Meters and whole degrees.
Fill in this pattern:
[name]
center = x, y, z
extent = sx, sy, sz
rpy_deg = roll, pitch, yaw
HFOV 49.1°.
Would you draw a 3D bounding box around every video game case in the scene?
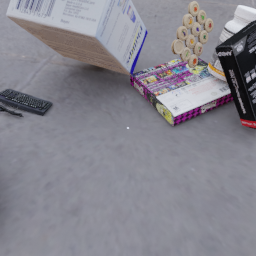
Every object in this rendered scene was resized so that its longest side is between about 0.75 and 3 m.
[video game case]
center = 1.650, -1.241, 8.225
extent = 2.439, 0.437, 2.211
rpy_deg = -23, 49, -22

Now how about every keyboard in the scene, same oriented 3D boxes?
[keyboard]
center = -2.981, -0.661, 7.751
extent = 1.529, 0.157, 0.972
rpy_deg = 17, 45, 9

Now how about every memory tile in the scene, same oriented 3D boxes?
[memory tile]
center = 1.722, -2.425, 7.362
extent = 0.124, 1.134, 1.480
rpy_deg = 18, 83, 50

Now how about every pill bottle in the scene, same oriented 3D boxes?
[pill bottle]
center = 2.994, -2.252, 7.613
extent = 1.066, 1.832, 1.066
rpy_deg = 12, 34, -8

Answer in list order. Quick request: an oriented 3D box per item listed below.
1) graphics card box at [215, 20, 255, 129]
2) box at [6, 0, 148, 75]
[graphics card box]
center = 3.039, -1.254, 6.639
extent = 1.388, 2.213, 0.563
rpy_deg = -37, 25, -15
[box]
center = -1.126, -2.712, 7.388
extent = 2.509, 2.729, 1.432
rpy_deg = 20, 89, 19
